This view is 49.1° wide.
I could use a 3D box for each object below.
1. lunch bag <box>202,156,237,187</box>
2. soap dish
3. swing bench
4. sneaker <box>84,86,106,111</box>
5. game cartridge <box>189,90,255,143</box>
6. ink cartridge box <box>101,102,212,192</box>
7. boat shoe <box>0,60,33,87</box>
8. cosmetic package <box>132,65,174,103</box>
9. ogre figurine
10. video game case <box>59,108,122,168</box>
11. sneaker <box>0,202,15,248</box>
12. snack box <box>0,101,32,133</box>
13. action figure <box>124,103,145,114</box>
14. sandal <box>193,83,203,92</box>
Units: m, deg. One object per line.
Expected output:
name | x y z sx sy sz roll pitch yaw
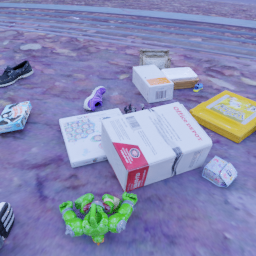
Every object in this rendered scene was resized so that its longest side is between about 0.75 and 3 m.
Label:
lunch bag | 2.903 1.382 8.770 0.872 0.554 0.739 34 49 30
soap dish | 2.550 -2.506 14.215 1.697 0.689 1.335 -7 36 -10
swing bench | 1.498 -3.683 15.605 1.700 1.109 1.709 1 30 3
sneaker | -1.382 -1.265 12.675 0.674 0.651 1.616 24 48 8
game cartridge | 4.300 -0.602 11.695 2.791 0.453 2.460 -26 42 -34
ink cartridge box | 0.845 0.504 9.090 2.943 1.232 2.123 -15 50 -20
boat shoe | -6.076 -2.918 14.690 0.918 0.814 2.455 24 42 30
cosmetic package | 1.156 -2.209 13.633 1.233 0.867 2.432 -10 35 -14
ogre figurine | -0.813 2.231 7.177 2.048 1.005 1.228 11 23 -5
video game case | -1.127 0.241 10.577 2.531 0.329 2.781 -11 37 -16
sneaker | -3.904 2.865 6.370 1.631 1.060 2.824 -2 24 5
snack box | -4.618 -0.466 11.354 1.046 0.334 1.801 -11 33 0
action figure | 0.374 -0.699 11.733 1.153 0.588 0.685 26 32 35
sandal | 3.513 -2.065 13.899 0.309 0.339 0.778 19 37 28
